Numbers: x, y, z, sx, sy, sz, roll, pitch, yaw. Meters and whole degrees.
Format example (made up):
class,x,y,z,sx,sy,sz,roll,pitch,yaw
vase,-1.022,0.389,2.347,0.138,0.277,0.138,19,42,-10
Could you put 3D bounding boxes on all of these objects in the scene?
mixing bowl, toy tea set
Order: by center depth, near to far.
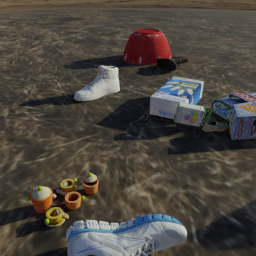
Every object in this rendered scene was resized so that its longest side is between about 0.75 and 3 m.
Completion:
class,x,y,z,sx,sy,sz,roll,pitch,yaw
toy tea set,-1.210,1.212,5.404,0.836,0.520,1.406,19,33,31
mixing bowl,1.045,-4.484,15.153,2.756,1.492,2.756,-1,29,0

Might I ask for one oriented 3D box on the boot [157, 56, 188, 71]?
class,x,y,z,sx,sy,sz,roll,pitch,yaw
boot,2.370,-3.282,13.828,1.455,0.579,1.671,-14,28,-23

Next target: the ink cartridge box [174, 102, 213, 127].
class,x,y,z,sx,sy,sz,roll,pitch,yaw
ink cartridge box,1.908,-0.375,8.144,1.042,0.541,0.309,11,34,0

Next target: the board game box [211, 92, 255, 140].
class,x,y,z,sx,sy,sz,roll,pitch,yaw
board game box,3.731,-0.470,8.320,2.464,0.760,2.466,-10,30,-20

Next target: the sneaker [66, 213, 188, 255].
class,x,y,z,sx,sy,sz,roll,pitch,yaw
sneaker,-0.008,1.841,4.195,1.890,0.708,0.819,-8,34,2

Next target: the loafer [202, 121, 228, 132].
class,x,y,z,sx,sy,sz,roll,pitch,yaw
loafer,2.543,-0.065,8.080,0.799,0.273,0.302,-8,29,-14

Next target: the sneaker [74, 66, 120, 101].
class,x,y,z,sx,sy,sz,roll,pitch,yaw
sneaker,-1.161,-1.731,10.327,1.957,1.131,0.721,-25,38,-35

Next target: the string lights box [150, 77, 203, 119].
class,x,y,z,sx,sy,sz,roll,pitch,yaw
string lights box,1.695,-1.046,9.497,1.156,0.663,2.249,14,31,23
